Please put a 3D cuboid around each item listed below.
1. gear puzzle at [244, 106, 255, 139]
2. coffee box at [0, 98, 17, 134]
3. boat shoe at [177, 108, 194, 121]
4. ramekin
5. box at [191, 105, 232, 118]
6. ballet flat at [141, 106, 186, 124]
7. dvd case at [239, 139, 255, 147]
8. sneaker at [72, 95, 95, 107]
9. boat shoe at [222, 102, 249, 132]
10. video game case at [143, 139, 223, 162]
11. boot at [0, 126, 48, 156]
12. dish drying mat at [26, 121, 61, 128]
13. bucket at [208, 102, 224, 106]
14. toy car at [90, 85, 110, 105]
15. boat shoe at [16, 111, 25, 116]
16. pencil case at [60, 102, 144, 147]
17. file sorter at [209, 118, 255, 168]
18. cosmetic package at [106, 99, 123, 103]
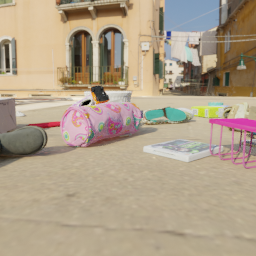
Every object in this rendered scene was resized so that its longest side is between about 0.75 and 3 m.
[{"bbox_3d":[4.543,-0.267,9.083,1.441,0.364,2.782,13,29,22],"label":"gear puzzle"},{"bbox_3d":[-5.443,-0.383,9.165,2.964,1.181,1.695,0,8,-2],"label":"coffee box"},{"bbox_3d":[2.008,-0.501,12.514,1.813,0.653,0.562,1,35,19],"label":"boat shoe"},{"bbox_3d":[-1.092,-1.388,15.668,2.667,1.300,2.667,-1,8,0],"label":"ramekin"},{"bbox_3d":[4.705,-0.909,14.990,2.279,0.543,1.390,-4,9,-26],"label":"box"},{"bbox_3d":[1.451,-0.494,11.865,2.056,0.777,0.657,1,-16,-21],"label":"ballet flat"},{"bbox_3d":[3.643,0.436,7.409,0.817,0.088,1.099,-4,9,-22],"label":"dvd case"},{"bbox_3d":[-2.284,-0.962,13.117,1.883,0.683,1.074,-34,7,23],"label":"sneaker"},{"bbox_3d":[4.039,-0.493,10.593,0.899,1.003,2.709,8,10,13],"label":"boat shoe"},{"bbox_3d":[1.325,0.499,6.695,1.439,0.168,1.308,-7,11,-42],"label":"video game case"},{"bbox_3d":[-2.743,0.415,5.453,1.758,0.702,1.934,-13,-1,9],"label":"boot"},{"bbox_3d":[-3.065,-0.141,11.095,1.755,0.160,0.674,-7,12,-42],"label":"dish drying mat"},{"bbox_3d":[5.384,-1.272,17.216,0.971,0.632,0.971,0,9,0],"label":"bucket"},{"bbox_3d":[-1.212,-0.748,8.546,0.721,0.489,1.470,43,53,16],"label":"toy car"},{"bbox_3d":[-5.869,-0.784,15.044,0.876,0.288,0.315,6,10,35],"label":"boat shoe"},{"bbox_3d":[-0.653,-0.162,8.110,1.164,1.164,2.662,6,9,34],"label":"pencil case"},{"bbox_3d":[2.438,0.300,5.681,0.952,0.859,1.369,-2,9,-22],"label":"file sorter"},{"bbox_3d":[-0.769,-0.507,10.191,1.398,0.747,0.630,-17,-14,-6],"label":"cosmetic package"}]
